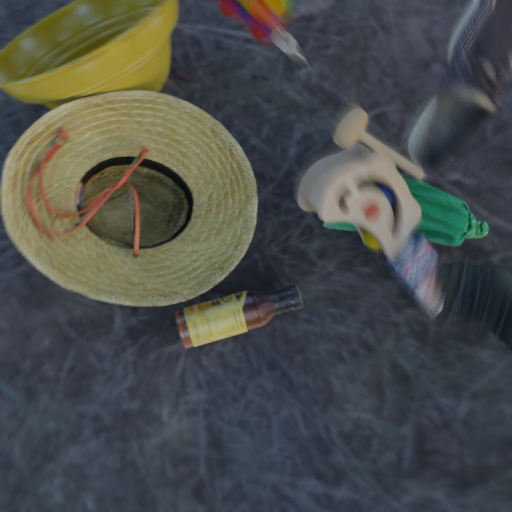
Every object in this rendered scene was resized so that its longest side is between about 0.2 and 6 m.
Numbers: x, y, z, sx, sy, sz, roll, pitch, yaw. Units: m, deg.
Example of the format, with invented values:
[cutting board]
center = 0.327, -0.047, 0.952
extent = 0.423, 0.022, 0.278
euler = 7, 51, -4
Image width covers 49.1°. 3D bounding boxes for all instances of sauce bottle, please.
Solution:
[sauce bottle]
center = -0.273, 0.914, 8.939
extent = 2.006, 0.662, 0.662
euler = -15, 73, -8

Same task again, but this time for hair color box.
[hair color box]
center = 2.680, 0.278, 8.860
extent = 0.613, 0.371, 1.225
euler = -44, 114, 2

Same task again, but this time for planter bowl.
[planter bowl]
center = -2.611, -3.277, 9.535
extent = 3.520, 1.466, 3.520
euler = -15, 42, 14

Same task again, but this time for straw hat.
[straw hat]
center = -1.951, -0.740, 8.931
extent = 3.701, 1.566, 3.701
euler = 5, 71, -14

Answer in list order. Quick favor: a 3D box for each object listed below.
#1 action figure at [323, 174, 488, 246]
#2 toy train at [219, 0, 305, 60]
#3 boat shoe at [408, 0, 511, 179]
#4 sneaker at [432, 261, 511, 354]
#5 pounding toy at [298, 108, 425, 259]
[action figure]
center = 2.570, -0.734, 9.409
extent = 2.598, 0.711, 1.535
euler = 17, 71, 10
[toy train]
center = 0.299, -3.719, 8.389
extent = 1.624, 0.940, 0.688
euler = 34, 66, -11
[boat shoe]
center = 2.834, -2.192, 7.335
extent = 0.956, 2.659, 0.862
euler = 18, 36, -7
[sneaker]
center = 3.219, 0.755, 7.810
extent = 1.291, 2.255, 0.862
euler = 10, 117, -6
[pounding toy]
center = 1.556, -0.784, 7.964
extent = 1.343, 2.349, 1.347
euler = -45, 34, -4
